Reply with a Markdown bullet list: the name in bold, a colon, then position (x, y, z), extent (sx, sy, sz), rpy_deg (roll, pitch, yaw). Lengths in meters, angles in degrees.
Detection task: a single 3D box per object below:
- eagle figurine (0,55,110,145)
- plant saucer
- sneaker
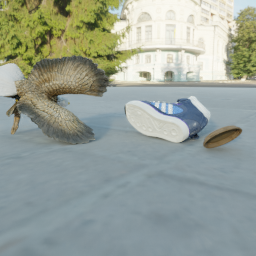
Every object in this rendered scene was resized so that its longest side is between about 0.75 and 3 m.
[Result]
- **eagle figurine**: position (-1.845, -0.742, 6.793), extent (2.425, 1.840, 1.830), rpy_deg (8, 29, 32)
- **plant saucer**: position (1.863, 0.170, 5.571), extent (0.803, 0.118, 0.803), rpy_deg (-14, -26, -7)
- **sneaker**: position (1.060, -0.377, 7.070), extent (1.456, 0.801, 1.989), rpy_deg (-29, 38, -36)
